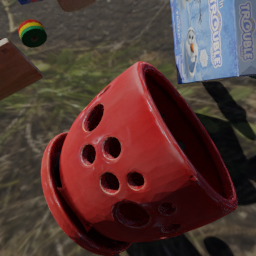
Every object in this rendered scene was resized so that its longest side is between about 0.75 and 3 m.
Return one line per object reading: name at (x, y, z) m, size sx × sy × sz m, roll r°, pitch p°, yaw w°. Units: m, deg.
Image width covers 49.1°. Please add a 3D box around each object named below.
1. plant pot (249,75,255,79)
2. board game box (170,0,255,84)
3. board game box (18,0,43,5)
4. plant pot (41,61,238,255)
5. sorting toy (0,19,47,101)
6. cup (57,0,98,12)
plant pot at (2.858, -1.815, 5.887) m, size 1.425 × 1.339 × 1.425 m, roll -18°, pitch 38°, yaw 15°
board game box at (1.454, -2.120, 5.130) m, size 0.544 × 2.496 × 2.508 m, roll -8°, pitch 97°, yaw -11°
board game box at (-1.515, -3.509, 6.242) m, size 1.935 × 0.333 × 1.309 m, roll -25°, pitch 19°, yaw 28°
plant pot at (0.061, 0.532, 3.950) m, size 2.032 × 2.232 × 2.232 m, roll -34°, pitch 64°, yaw 19°
sorting toy at (-2.519, -1.055, 5.187) m, size 2.570 × 1.239 × 0.435 m, roll -28°, pitch 69°, yaw 2°
cup at (-0.914, -2.759, 5.470) m, size 0.673 × 0.940 × 0.940 m, roll 10°, pitch 63°, yaw 16°
